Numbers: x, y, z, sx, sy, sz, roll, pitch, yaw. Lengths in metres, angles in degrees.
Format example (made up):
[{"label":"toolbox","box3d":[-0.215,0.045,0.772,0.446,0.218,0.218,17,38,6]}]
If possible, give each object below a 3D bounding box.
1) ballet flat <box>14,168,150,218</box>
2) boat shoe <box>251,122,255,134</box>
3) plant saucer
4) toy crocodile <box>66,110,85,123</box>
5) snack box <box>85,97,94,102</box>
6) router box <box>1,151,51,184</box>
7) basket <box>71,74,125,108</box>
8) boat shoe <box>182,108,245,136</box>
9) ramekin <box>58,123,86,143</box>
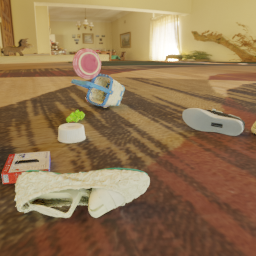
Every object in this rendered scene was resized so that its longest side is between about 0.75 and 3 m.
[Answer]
[{"label":"ballet flat","box3d":[-0.894,1.316,5.360,2.631,0.944,0.944,-1,17,5]},{"label":"boat shoe","box3d":[5.158,-0.373,10.337,0.885,0.903,2.537,10,20,30]},{"label":"plant saucer","box3d":[-1.476,-2.371,10.342,1.109,1.109,0.281,-10,11,-29]},{"label":"toy crocodile","box3d":[-2.149,-0.457,11.627,0.398,0.364,1.179,43,22,1]},{"label":"snack box","box3d":[-2.171,-1.622,15.740,0.356,0.120,0.989,-4,18,-14]},{"label":"router box","box3d":[-2.509,0.963,7.049,1.052,0.286,1.172,-4,18,-14]},{"label":"basket","box3d":[-1.451,-1.914,13.842,2.277,1.584,2.008,21,1,-37]},{"label":"boat shoe","box3d":[3.140,-0.326,10.305,2.217,0.819,0.757,10,24,29]},{"label":"ramekin","box3d":[-1.903,0.146,9.433,0.931,0.454,0.931,0,18,0]}]
